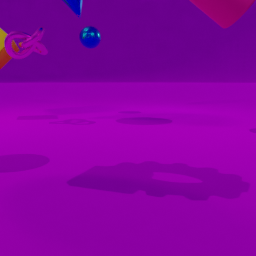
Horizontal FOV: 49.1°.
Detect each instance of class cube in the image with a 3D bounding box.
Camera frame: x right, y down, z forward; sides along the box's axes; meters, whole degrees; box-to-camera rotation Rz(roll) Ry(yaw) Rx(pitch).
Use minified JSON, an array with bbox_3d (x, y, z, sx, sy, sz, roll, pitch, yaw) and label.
[{"bbox_3d":[-4.229,-2.633,8.941,0.928,0.928,0.928,41,-10,-3],"label":"cube"}]

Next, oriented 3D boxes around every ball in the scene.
[{"bbox_3d":[-1.390,-3.331,10.297,0.794,0.794,0.794,0,10,0],"label":"ball"}]

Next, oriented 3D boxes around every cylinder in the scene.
[{"bbox_3d":[2.140,-3.072,6.283,1.162,1.162,1.162,35,6,-9],"label":"cylinder"}]

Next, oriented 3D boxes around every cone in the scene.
[{"bbox_3d":[-1.627,-3.889,7.927,1.580,1.586,1.580,-18,7,2],"label":"cone"}]

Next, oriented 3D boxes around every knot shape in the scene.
[{"bbox_3d":[-2.798,-2.405,8.077,1.236,0.571,1.157,-22,-8,9],"label":"knot shape"}]
